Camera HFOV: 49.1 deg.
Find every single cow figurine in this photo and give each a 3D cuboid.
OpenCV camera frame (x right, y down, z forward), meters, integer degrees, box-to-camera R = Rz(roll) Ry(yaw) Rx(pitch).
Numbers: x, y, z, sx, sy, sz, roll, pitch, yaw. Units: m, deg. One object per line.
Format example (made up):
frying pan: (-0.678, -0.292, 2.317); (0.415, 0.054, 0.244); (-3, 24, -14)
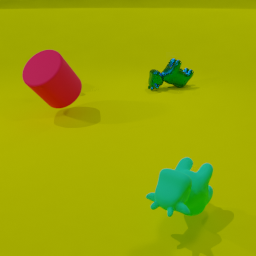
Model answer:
cow figurine: (0.831, 0.999, 4.203); (0.675, 1.229, 1.210); (14, 46, 35)
cow figurine: (1.615, -1.949, 11.038); (1.587, 1.562, 0.871); (30, 10, -24)

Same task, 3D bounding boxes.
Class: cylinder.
cylinder: (-2.149, -1.382, 8.069); (1.240, 1.240, 1.240); (-9, 62, 16)
